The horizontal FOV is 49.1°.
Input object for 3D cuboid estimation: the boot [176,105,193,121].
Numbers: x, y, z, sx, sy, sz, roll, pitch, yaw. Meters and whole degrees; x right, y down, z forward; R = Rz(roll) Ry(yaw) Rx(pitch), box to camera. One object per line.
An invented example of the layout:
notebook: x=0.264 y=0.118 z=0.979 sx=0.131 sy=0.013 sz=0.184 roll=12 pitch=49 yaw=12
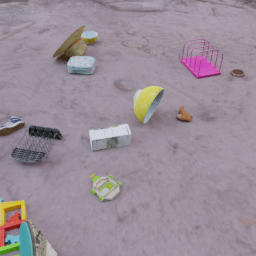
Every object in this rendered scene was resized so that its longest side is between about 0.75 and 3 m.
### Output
boot: x=2.467 y=-0.615 z=11.983 sx=0.640 sy=0.316 sz=0.824 roll=14 pitch=44 yaw=16

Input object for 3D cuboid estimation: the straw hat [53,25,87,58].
straw hat: x=-2.914 y=-4.394 z=15.537 sx=1.051 sy=2.483 sz=2.483 roll=46 pitch=47 yaw=-11

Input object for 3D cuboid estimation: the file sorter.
file sorter: x=3.888 y=-3.739 z=14.779 sx=1.384 sy=1.249 sz=1.992 roll=-12 pitch=43 yaw=-13

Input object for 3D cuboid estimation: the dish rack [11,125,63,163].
dish rack: x=-3.420 y=0.637 z=10.488 sx=1.397 sy=0.497 sz=1.822 roll=7 pitch=44 yaw=10

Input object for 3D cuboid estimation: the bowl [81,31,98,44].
bowl: x=-2.360 y=-5.512 z=17.284 sx=1.030 sy=0.554 sz=1.030 roll=1 pitch=42 yaw=-1

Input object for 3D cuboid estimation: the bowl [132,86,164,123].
bowl: x=0.694 y=-1.086 z=11.419 sx=0.875 sy=1.626 sz=1.626 roll=30 pitch=49 yaw=12

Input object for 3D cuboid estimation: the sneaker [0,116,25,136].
sneaker: x=-4.852 y=-0.106 z=11.332 sx=1.163 sy=0.407 sz=0.631 roll=-26 pitch=52 yaw=-35

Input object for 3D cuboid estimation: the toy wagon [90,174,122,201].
toy wagon: x=-0.797 y=1.905 z=9.238 sx=1.119 sy=0.221 sz=0.868 roll=32 pitch=50 yaw=31

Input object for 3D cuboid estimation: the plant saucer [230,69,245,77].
plant saucer: x=5.758 y=-2.897 z=14.692 sx=0.758 sy=0.122 sz=0.758 roll=-1 pitch=41 yaw=1

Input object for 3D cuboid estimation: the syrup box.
syrup box: x=-0.669 y=0.360 z=10.674 sx=1.521 sy=0.599 sz=0.619 roll=-10 pitch=43 yaw=-11

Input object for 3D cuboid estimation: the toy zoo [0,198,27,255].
toy zoo: x=-3.664 y=2.943 z=8.061 sx=1.451 sy=0.226 sz=2.212 roll=-12 pitch=44 yaw=-13

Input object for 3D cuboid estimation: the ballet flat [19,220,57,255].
ballet flat: x=-2.191 y=3.580 z=6.929 sx=0.971 sy=0.875 sz=2.580 roll=16 pitch=42 yaw=-35

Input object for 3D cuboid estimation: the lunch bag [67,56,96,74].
lunch bag: x=-2.475 y=-3.306 z=14.818 sx=1.437 sy=0.554 sz=1.153 roll=4 pitch=44 yaw=4
